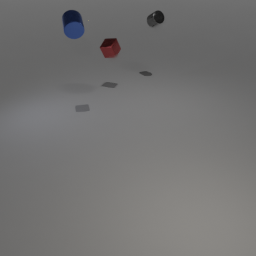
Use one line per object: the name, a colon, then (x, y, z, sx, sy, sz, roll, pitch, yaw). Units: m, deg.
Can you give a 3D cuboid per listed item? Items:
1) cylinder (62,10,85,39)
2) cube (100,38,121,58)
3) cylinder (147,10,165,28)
cylinder: (-1.892, -3.565, 9.653, 0.700, 0.700, 0.700, -7, 56, -12)
cube: (-0.884, -4.035, 14.159, 0.700, 0.700, 0.700, 7, 57, 29)
cylinder: (1.460, -5.768, 14.848, 0.700, 0.700, 0.700, -15, 9, -25)
